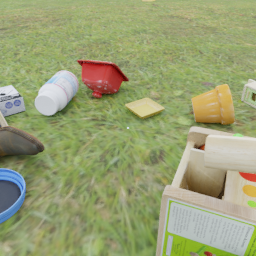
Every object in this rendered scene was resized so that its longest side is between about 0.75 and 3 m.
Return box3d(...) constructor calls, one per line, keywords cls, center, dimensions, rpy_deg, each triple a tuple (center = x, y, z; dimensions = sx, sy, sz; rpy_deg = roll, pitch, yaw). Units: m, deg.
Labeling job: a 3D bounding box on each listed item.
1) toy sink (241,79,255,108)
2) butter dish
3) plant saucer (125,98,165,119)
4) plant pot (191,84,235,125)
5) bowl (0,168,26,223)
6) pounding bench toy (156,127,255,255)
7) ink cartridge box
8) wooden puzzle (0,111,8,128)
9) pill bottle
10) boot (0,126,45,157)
box3d(cls="toy sink", center=(4.310, -1.175, 9.621), dimensions=(0.562, 0.654, 1.004), rpy_deg=(-17, 37, -23))
box3d(cls="butter dish", center=(-0.972, -1.640, 10.000), dimensions=(1.593, 1.177, 1.588), rpy_deg=(11, -10, 22))
box3d(cls="plant saucer", center=(0.543, -0.610, 9.137), dimensions=(0.951, 0.231, 0.951), rpy_deg=(-21, 38, -28))
box3d(cls="plant pot", center=(2.520, -0.625, 8.453), dimensions=(1.089, 1.189, 1.189), rpy_deg=(-11, 31, 13))
box3d(cls="bowl", center=(-2.924, 1.458, 5.871), dimensions=(1.524, 0.299, 1.524), rpy_deg=(0, 33, 0))
box3d(cls="pounding bench toy", center=(1.659, 0.822, 4.579), dimensions=(1.718, 2.766, 2.158), rpy_deg=(12, 35, 18))
box3d(cls="ink cartridge box", center=(-4.733, -0.638, 8.868), dimensions=(2.531, 0.560, 1.190), rpy_deg=(-22, 38, -30))
box3d(cls="wooden puzzle", center=(-4.162, -0.173, 8.043), dimensions=(1.117, 0.208, 1.033), rpy_deg=(-26, 73, -31))
box3d(cls="pill bottle", center=(-2.357, -1.159, 9.318), dimensions=(0.958, 0.958, 1.763), rpy_deg=(6, 34, 10))
box3d(cls="boot", center=(-3.317, 0.621, 6.822), dimensions=(2.511, 0.938, 1.217), rpy_deg=(6, 46, 20))
